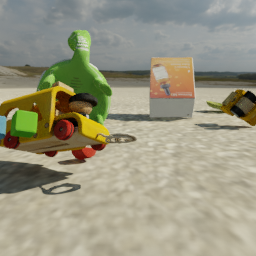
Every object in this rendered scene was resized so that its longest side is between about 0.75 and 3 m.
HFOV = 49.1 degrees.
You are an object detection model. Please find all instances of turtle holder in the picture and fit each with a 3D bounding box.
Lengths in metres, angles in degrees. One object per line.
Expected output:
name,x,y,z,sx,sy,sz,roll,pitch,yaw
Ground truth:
turtle holder,-1.421,-0.973,6.809,1.791,2.357,1.674,-21,27,-5

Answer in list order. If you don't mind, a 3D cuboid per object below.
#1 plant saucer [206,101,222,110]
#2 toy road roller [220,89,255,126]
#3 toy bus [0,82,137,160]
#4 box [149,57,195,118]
plant saucer,4.193,-0.957,12.652,1.386,0.215,1.386,12,13,-3
toy road roller,3.641,-0.600,8.796,0.975,0.820,1.335,40,7,-12
toy bus,-1.066,-0.162,4.339,1.981,1.024,1.869,3,-17,-18
box,1.679,-1.592,10.864,1.658,1.158,2.177,1,55,6
